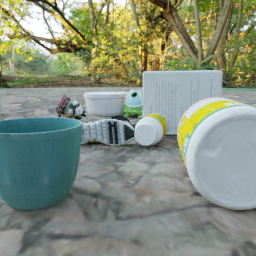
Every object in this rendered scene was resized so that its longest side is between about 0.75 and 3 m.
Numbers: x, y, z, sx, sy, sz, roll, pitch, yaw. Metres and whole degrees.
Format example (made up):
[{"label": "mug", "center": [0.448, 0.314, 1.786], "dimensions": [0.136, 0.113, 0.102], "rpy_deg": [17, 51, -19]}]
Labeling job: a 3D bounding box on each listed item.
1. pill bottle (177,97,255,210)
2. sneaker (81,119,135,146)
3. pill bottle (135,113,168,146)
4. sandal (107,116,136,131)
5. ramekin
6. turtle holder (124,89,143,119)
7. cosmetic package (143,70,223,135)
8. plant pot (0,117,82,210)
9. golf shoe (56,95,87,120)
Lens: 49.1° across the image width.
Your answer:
[{"label": "pill bottle", "center": [1.674, 0.225, 5.066], "dimensions": [1.499, 1.499, 2.659], "rpy_deg": [1, 11, 5]}, {"label": "sneaker", "center": [-0.808, 0.115, 8.024], "dimensions": [2.015, 0.757, 0.817], "rpy_deg": [1, 2, 1]}, {"label": "pill bottle", "center": [0.651, 0.050, 7.963], "dimensions": [0.791, 0.791, 1.424], "rpy_deg": [3, 11, 17]}, {"label": "sandal", "center": [-0.616, -0.105, 9.426], "dimensions": [2.257, 0.540, 0.848], "rpy_deg": [-3, 11, -9]}, {"label": "ramekin", "center": [-1.069, -1.258, 14.263], "dimensions": [2.336, 1.088, 2.336], "rpy_deg": [0, 11, 0]}, {"label": "turtle holder", "center": [0.636, -1.143, 13.093], "dimensions": [1.379, 1.289, 1.815], "rpy_deg": [-8, 13, -38]}, {"label": "cosmetic package", "center": [1.876, -0.930, 9.744], "dimensions": [2.483, 2.078, 2.065], "rpy_deg": [2, 11, 12]}, {"label": "plant pot", "center": [-1.436, 0.517, 4.339], "dimensions": [1.482, 1.189, 1.482], "rpy_deg": [0, 11, 0]}, {"label": "golf shoe", "center": [-2.229, -0.567, 11.244], "dimensions": [1.093, 0.862, 2.374], "rpy_deg": [27, -8, -6]}]
